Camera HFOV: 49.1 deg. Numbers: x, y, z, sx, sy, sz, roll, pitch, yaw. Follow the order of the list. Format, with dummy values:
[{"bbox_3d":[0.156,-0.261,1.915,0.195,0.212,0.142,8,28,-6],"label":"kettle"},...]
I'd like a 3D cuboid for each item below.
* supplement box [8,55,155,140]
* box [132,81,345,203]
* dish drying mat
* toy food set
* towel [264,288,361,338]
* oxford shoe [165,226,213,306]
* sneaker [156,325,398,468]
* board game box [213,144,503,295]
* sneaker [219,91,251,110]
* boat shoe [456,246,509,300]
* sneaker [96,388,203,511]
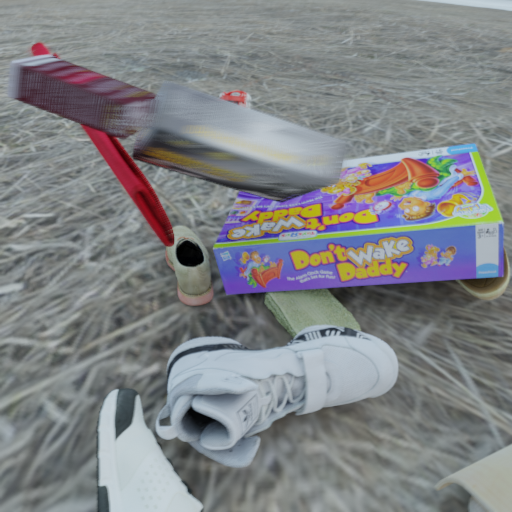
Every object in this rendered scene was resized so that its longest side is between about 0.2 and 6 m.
[{"bbox_3d":[-2.061,-1.918,6.703,1.475,0.449,0.803,21,28,3],"label":"supplement box"},{"bbox_3d":[-0.364,-1.631,8.761,2.810,0.679,2.225,14,-6,-19],"label":"box"},{"bbox_3d":[-2.588,-1.991,9.474,0.381,1.610,4.192,-34,60,-9],"label":"dish drying mat"},{"bbox_3d":[3.340,3.119,6.313,1.571,0.661,2.189,-7,33,-33],"label":"toy food set"},{"bbox_3d":[0.963,0.989,9.791,1.205,0.296,1.624,-14,35,-21],"label":"towel"},{"bbox_3d":[-1.283,-0.072,10.887,0.857,0.894,2.421,-10,34,-15],"label":"oxford shoe"},{"bbox_3d":[0.300,1.813,7.300,3.255,1.223,1.871,-3,15,5],"label":"sneaker"},{"bbox_3d":[1.888,-0.740,10.595,4.713,1.055,3.169,-5,32,15],"label":"board game box"},{"bbox_3d":[-0.808,-3.611,15.690,1.027,1.648,3.076,6,33,10],"label":"sneaker"},{"bbox_3d":[4.007,0.009,10.599,1.030,0.927,2.854,-22,30,9],"label":"boat shoe"},{"bbox_3d":[-1.263,2.782,6.467,1.168,1.076,2.920,-4,41,-15],"label":"sneaker"}]
